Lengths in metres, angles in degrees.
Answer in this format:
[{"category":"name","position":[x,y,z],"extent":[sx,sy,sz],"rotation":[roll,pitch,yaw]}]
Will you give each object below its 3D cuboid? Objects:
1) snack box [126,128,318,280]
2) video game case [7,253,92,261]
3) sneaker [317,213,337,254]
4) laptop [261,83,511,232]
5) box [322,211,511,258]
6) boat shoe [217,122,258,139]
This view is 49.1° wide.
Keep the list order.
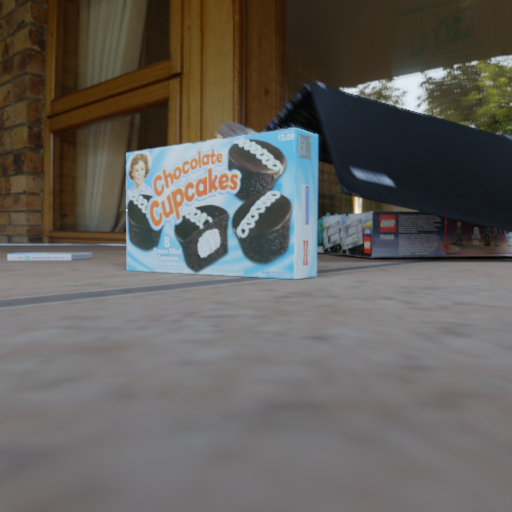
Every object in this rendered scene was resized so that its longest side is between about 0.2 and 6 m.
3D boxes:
[{"category":"snack box","position":[-0.388,-0.417,4.998],"extent":[2.022,1.174,0.375],"rotation":[1,1,38]},{"category":"video game case","position":[-3.249,0.007,8.917],"extent":[0.970,0.118,1.066],"rotation":[0,2,0]},{"category":"sneaker","position":[1.616,-0.511,12.886],"extent":[2.369,0.943,0.918],"rotation":[-1,1,-5]},{"category":"laptop","position":[2.211,-1.176,9.034],"extent":[3.748,2.184,4.229],"rotation":[11,-11,-17]},{"category":"box","position":[3.534,-0.384,10.304],"extent":[4.039,0.806,2.765],"rotation":[0,2,-9]},{"category":"boat shoe","position":[-0.342,-1.213,10.463],"extent":[0.969,2.696,0.802],"rotation":[-33,56,-31]}]
